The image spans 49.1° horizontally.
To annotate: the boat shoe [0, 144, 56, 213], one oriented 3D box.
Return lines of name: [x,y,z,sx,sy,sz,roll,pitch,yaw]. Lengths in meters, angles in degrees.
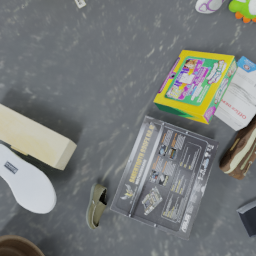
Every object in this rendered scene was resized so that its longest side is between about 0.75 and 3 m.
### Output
boat shoe: [-2.752,1.357,7.381,2.506,0.850,0.899,31,73,21]

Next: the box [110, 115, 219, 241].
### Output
box: [1.003,1.310,7.672,2.180,0.665,2.753,20,78,6]

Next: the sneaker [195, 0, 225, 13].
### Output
sneaker: [2.825,-4.399,9.089,1.814,0.679,0.904,-37,60,-7]

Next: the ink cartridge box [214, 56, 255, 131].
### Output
ink cartridge box: [3.259,-0.985,8.167,1.250,0.728,1.729,38,80,8]

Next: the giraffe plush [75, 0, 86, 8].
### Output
giraffe plush: [-2.296,-5.367,8.336,2.478,2.329,2.872,-43,81,-9]

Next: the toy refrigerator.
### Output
toy refrigerator: [-2.855,0.224,7.761,2.629,0.998,0.920,27,79,5]

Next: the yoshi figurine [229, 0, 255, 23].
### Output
yoshi figurine: [4.360,-4.059,8.668,2.291,1.288,1.283,3,69,3]

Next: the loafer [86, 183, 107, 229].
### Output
loafer: [-0.811,2.102,7.510,0.420,0.453,1.206,0,78,25]

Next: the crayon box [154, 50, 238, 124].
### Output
crayon box: [1.894,-1.219,7.915,1.650,0.558,1.913,21,76,39]

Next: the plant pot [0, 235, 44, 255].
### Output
plant pot: [-3.173,3.987,6.456,1.993,2.285,2.285,-33,79,10]

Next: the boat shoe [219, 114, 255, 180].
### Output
boat shoe: [3.485,0.469,7.881,0.819,0.817,2.213,37,88,-3]

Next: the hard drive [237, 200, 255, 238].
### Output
hard drive: [3.747,2.386,7.640,1.294,0.274,0.873,-20,78,-5]
